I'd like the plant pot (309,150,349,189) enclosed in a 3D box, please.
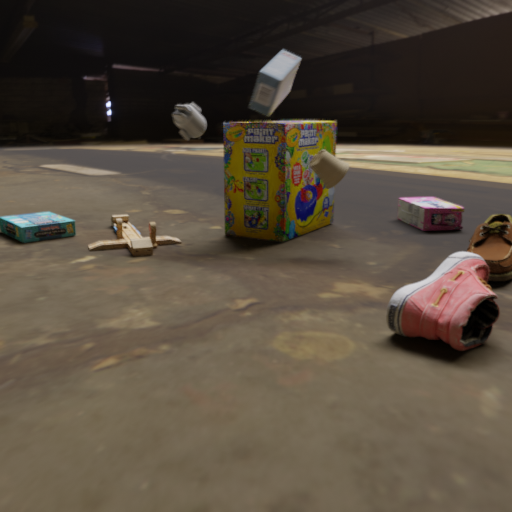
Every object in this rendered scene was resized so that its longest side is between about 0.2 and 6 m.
[{"bbox_3d":[1.460,-1.837,11.591,0.612,0.668,0.668,36,3,-20],"label":"plant pot"}]

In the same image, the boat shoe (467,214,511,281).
[{"bbox_3d":[4.355,-0.216,10.416,0.944,0.892,2.623,6,16,23],"label":"boat shoe"}]

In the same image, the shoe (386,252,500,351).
[{"bbox_3d":[2.837,0.604,7.556,2.315,0.827,1.053,-20,25,-40],"label":"shoe"}]

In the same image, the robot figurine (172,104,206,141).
[{"bbox_3d":[-1.457,-2.967,12.384,0.528,0.793,0.936,17,-12,32],"label":"robot figurine"}]

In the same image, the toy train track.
[{"bbox_3d":[-2.904,-0.654,12.834,1.967,0.558,3.430,-5,15,-21],"label":"toy train track"}]

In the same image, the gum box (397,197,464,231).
[{"bbox_3d":[4.458,-1.088,14.388,1.019,0.594,1.796,-2,15,-8],"label":"gum box"}]

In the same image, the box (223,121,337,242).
[{"bbox_3d":[0.618,-1.925,13.568,1.659,2.619,2.719,9,17,31],"label":"box"}]

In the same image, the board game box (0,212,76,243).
[{"bbox_3d":[-5.205,-0.697,13.300,1.229,0.382,1.627,-12,19,-39],"label":"board game box"}]

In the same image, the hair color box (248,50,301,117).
[{"bbox_3d":[0.445,-3.945,12.720,0.538,0.879,1.775,25,39,4],"label":"hair color box"}]
